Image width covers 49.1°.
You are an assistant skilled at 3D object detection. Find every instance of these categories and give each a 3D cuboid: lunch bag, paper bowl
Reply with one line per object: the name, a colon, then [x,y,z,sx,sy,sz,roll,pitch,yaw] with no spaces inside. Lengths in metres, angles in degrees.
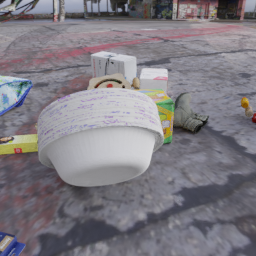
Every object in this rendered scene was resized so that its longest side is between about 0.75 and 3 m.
lunch bag: [-5.472,-1.568,11.886,1.876,1.406,2.206,12,38,23]
paper bowl: [-0.606,0.424,6.640,2.938,2.938,1.528,-5,66,-10]

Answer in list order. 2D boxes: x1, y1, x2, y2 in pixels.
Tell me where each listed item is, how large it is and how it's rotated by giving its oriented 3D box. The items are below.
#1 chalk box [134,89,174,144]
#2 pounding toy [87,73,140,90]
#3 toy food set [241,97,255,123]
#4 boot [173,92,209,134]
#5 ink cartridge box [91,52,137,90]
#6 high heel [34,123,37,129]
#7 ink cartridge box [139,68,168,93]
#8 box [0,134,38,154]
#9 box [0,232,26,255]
chalk box: [0.151,-0.358,9.343,2.399,1.492,1.485,-6,26,-9]
pounding toy: [-0.561,-1.479,12.601,2.431,1.395,1.390,-12,55,-4]
toy food set: [5.104,-0.655,10.733,1.618,0.772,0.728,14,29,13]
boot: [2.398,-0.529,10.706,1.497,0.776,2.292,19,38,23]
ink cartridge box: [-0.716,-2.812,14.072,2.273,1.664,0.976,19,35,34]
high heel: [-1.972,0.098,9.145,1.859,0.664,1.326,28,39,10]
ink cartridge box: [1.323,-2.420,14.285,1.375,0.777,1.877,3,26,6]
box: [-3.492,0.513,8.818,1.514,0.379,0.570,-4,28,-10]
box: [-2.745,2.321,5.370,1.314,0.213,0.796,8,28,14]
